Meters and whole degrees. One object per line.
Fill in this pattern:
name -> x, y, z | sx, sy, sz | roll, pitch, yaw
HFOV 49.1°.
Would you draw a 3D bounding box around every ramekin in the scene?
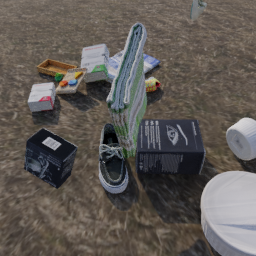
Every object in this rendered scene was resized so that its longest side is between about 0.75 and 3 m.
ramekin -> 3.764, 0.394, 8.953 | 0.639, 1.311, 1.311 | -24, 47, -14
ramekin -> 2.896, 2.294, 7.008 | 2.296, 1.069, 2.296 | 0, 42, 0

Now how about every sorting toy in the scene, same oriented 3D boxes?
sorting toy -> -2.632, -2.034, 11.926 | 1.736, 0.255, 1.283 | 3, 59, 34

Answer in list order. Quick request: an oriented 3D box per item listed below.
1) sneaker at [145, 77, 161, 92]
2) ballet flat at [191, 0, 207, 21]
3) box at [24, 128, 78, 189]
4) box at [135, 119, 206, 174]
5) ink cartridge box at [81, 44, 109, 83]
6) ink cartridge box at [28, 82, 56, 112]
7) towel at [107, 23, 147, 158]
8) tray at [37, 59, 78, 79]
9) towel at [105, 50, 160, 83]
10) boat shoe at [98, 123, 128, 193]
sneaker -> 0.914, -1.759, 11.851 | 0.580, 0.502, 1.283 | 32, 51, 27
ballet flat -> 2.783, -4.949, 10.834 | 0.638, 1.839, 0.638 | -4, 52, 5
box -> -1.622, 0.633, 5.851 | 0.897, 0.882, 0.556 | 28, 39, 9
box -> 1.263, 0.574, 8.876 | 2.038, 1.063, 1.508 | 2, 43, 2
ink cartridge box -> -1.451, -2.885, 12.445 | 1.116, 0.643, 1.530 | -6, 62, 14
ink cartridge box -> -3.425, -1.254, 11.248 | 0.878, 0.504, 1.209 | -6, 43, 0
towel -> 0.175, -0.671, 6.557 | 0.432, 2.816, 2.101 | 11, 66, 12
tray -> -3.284, -2.737, 13.053 | 1.695, 0.314, 0.836 | 17, 46, 19
towel -> -0.117, -2.953, 13.263 | 2.112, 0.342, 2.876 | 31, 51, 29
boat shoe -> -0.477, 0.830, 8.763 | 0.914, 0.846, 2.477 | -1, 43, -2
